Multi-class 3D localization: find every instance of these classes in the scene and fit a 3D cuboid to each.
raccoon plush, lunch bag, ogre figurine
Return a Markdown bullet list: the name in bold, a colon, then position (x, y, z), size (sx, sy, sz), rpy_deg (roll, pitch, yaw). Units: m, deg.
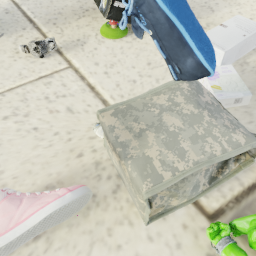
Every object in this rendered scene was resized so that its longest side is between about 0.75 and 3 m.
- **raccoon plush**: position (-2.961, -2.809, 9.342), size (1.218, 0.589, 0.816), rpy_deg (25, 46, 21)
- **lunch bag**: position (1.055, 0.280, 5.970), size (2.780, 1.634, 2.280), rpy_deg (-23, 53, -13)
- **ogre figurine**: position (2.592, 2.167, 4.728), size (2.244, 1.101, 1.346), rpy_deg (12, 37, -5)

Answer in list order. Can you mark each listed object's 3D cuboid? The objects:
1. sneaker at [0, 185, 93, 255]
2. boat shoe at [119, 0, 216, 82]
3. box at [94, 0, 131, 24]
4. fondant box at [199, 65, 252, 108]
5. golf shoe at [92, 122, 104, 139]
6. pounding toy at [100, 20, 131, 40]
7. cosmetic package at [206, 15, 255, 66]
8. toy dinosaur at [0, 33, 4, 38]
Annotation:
- **sneaker**: position (-1.883, 1.463, 5.457), size (2.220, 0.836, 1.161), rpy_deg (-28, 60, -17)
- **boat shoe**: position (0.397, -1.659, 4.329), size (0.934, 2.720, 1.145), rpy_deg (-17, 34, 38)
- **box**: position (-0.043, -4.950, 10.248), size (2.282, 1.200, 2.787), rpy_deg (-1, 46, -29)
- **fondant box**: position (2.740, -1.202, 8.033), size (1.004, 0.406, 1.392), rpy_deg (-8, 49, -7)
- **golf shoe**: position (-0.412, -0.085, 7.178), size (0.990, 0.388, 0.481), rpy_deg (-35, 75, -20)
- **pounding toy**: position (-0.386, -3.779, 10.090), size (1.343, 0.623, 1.037), rpy_deg (-29, 56, -22)
- **cosmetic package**: position (3.279, -2.799, 9.137), size (2.212, 0.819, 1.125), rpy_deg (-34, 57, -27)
- **toy dinosaur**: position (-3.062, -1.156, 3.851), size (2.446, 0.942, 1.251), rpy_deg (-5, 11, -18)
